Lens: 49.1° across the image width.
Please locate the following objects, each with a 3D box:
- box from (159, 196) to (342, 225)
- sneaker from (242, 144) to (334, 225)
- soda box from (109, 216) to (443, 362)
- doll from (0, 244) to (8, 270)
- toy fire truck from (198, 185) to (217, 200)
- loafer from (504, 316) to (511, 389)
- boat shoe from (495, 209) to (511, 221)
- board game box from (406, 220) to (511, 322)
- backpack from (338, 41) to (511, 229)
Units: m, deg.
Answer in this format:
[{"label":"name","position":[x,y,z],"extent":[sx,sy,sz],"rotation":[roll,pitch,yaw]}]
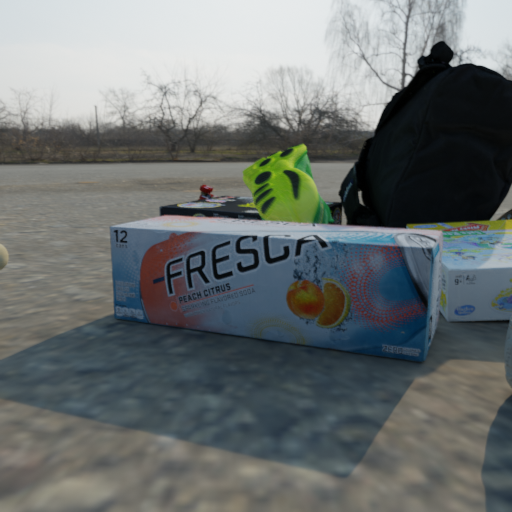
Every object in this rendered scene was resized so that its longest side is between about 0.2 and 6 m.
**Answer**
[{"label":"box","position":[-0.045,-0.670,10.294],"extent":[2.703,0.598,2.165],"rotation":[6,13,29]},{"label":"sneaker","position":[0.469,-0.806,8.364],"extent":[1.107,1.249,2.989],"rotation":[-20,24,10]},{"label":"soda box","position":[0.135,0.187,5.214],"extent":[2.982,0.948,1.020],"rotation":[4,12,22]},{"label":"doll","position":[-2.619,0.332,4.517],"extent":[0.969,0.344,1.421],"rotation":[31,46,16]},{"label":"toy fire truck","position":[-1.150,-1.496,14.822],"extent":[0.795,0.531,0.946],"rotation":[18,12,-2]},{"label":"loafer","position":[3.030,0.356,4.086],"extent":[3.009,1.050,1.052],"rotation":[-7,13,-31]},{"label":"boat shoe","position":[3.692,-0.359,7.861],"extent":[0.644,0.643,1.780],"rotation":[-24,-19,-8]},{"label":"board game box","position":[3.467,0.043,6.156],"extent":[3.206,0.549,2.156],"rotation":[-3,14,5]},{"label":"backpack","position":[2.904,-1.497,9.516],"extent":[2.315,3.052,3.658],"rotation":[26,8,-1]}]
